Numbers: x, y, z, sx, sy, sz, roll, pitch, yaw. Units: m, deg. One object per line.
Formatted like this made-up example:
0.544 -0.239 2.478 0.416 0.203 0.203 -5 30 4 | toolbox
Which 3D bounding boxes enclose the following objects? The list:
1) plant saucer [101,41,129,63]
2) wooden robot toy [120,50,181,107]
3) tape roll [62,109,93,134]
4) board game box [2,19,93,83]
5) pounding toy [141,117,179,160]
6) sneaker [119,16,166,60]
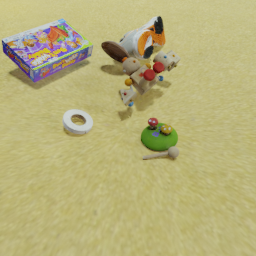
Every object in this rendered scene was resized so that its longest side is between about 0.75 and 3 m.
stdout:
-0.372 -2.508 9.117 1.061 1.061 0.194 25 78 26 | plant saucer
0.389 -1.678 7.771 1.145 1.112 2.524 45 65 7 | wooden robot toy
-1.289 -0.167 7.206 0.784 0.143 0.784 15 42 -14 | tape roll
-2.573 -2.620 9.204 1.610 0.536 2.395 42 53 14 | board game box
0.766 0.149 6.712 0.925 0.556 1.198 -1 41 3 | pounding toy
0.446 -3.333 10.336 1.350 1.111 2.934 1 30 28 | sneaker
